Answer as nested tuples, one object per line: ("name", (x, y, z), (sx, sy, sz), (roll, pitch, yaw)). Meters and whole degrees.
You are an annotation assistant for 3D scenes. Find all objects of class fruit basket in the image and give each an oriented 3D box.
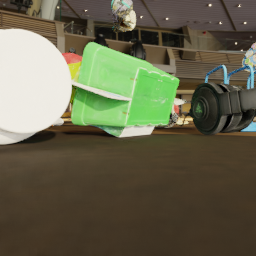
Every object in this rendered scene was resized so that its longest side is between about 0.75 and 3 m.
("fruit basket", (-0.670, -0.710, 5.090), (2.818, 1.321, 2.610), (12, 8, 30))

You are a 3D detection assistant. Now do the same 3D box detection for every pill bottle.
("pill bottle", (-1.664, -0.450, 3.394), (1.250, 1.250, 2.298), (-2, 3, -40))

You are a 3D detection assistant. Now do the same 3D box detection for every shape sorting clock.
("shape sorting clock", (4.594, -2.547, 9.313), (0.338, 1.723, 1.723), (41, -15, -22))

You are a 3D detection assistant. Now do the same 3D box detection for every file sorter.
("file sorter", (3.195, -0.673, 6.707), (2.424, 1.487, 1.682), (1, 3, 0))

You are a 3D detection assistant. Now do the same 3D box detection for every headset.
("headset", (1.730, -0.538, 5.234), (2.746, 1.290, 1.696), (-10, -6, 40))

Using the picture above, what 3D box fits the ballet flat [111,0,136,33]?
("ballet flat", (-0.137, -3.989, 10.306), (0.914, 0.914, 2.543), (0, 1, -1))

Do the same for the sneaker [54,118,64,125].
("sneaker", (-3.303, -0.297, 12.116), (1.012, 0.380, 0.581), (5, 0, -12))

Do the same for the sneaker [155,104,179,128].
("sneaker", (0.524, -0.378, 8.553), (1.019, 0.966, 2.481), (-10, 0, -40))

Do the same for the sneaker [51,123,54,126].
("sneaker", (-3.082, -0.300, 10.576), (0.536, 0.543, 1.387), (-3, -6, -15))

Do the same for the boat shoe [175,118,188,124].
("boat shoe", (2.436, -0.342, 13.665), (1.016, 0.337, 0.376), (0, 2, -4))
